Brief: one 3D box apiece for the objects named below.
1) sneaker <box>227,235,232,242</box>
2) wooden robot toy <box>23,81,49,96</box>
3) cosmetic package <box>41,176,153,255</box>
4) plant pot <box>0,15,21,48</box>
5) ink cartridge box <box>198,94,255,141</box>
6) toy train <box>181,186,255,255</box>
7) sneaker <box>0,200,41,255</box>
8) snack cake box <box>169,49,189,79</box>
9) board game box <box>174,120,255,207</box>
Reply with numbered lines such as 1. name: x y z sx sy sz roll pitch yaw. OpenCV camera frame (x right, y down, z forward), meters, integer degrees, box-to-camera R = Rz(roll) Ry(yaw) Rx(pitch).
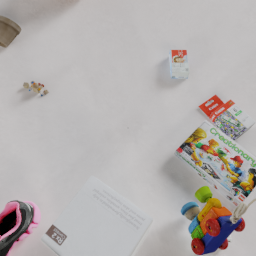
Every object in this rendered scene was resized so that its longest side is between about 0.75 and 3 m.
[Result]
1. sneaker: 2.156 2.735 6.698 0.776 0.302 0.386 -19 70 -8
2. wooden robot toy: -2.888 -1.327 8.750 0.861 0.391 0.380 23 65 11
3. cosmetic package: -0.550 2.302 6.002 1.563 1.896 1.565 32 67 15
4. plant pot: -4.231 -3.228 9.547 0.918 0.918 0.797 16 81 8
5. ink cartridge box: 2.888 -0.400 8.269 0.804 0.372 1.476 -34 68 -16
6. toy train: 1.904 1.740 6.117 0.869 2.052 1.187 2 38 -26
7. sneaker: -3.021 2.655 6.252 0.969 1.169 2.452 26 67 11
8. snack cake box: 1.669 -2.107 9.187 0.570 0.333 0.991 0 62 2
9. board game box: 2.509 0.900 7.594 2.131 0.369 1.345 40 68 19
